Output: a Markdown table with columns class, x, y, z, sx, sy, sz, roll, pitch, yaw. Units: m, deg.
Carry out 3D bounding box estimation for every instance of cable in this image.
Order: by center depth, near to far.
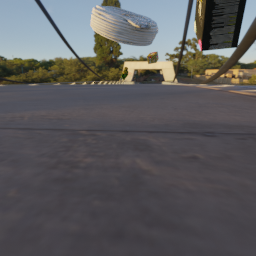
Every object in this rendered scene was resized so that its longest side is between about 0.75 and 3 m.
| class | x | y | z | sx | sy | sz | roll | pitch | yaw |
| --- | --- | --- | --- | --- | --- | --- | --- | --- | --- |
| cable | -0.115 | -3.765 | 10.236 | 2.497 | 0.865 | 2.497 | 24 | 29 | 15 |

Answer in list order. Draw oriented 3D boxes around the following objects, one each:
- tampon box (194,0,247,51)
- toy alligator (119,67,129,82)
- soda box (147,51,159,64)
| class | x | y | z | sx | sy | sz | roll | pitch | yaw |
| --- | --- | --- | --- | --- | --- | --- | --- | --- | --- |
| tampon box | 2.143 | -2.783 | 6.676 | 0.920 | 1.458 | 1.093 | -4 | 48 | 5 |
| toy alligator | -0.110 | -1.760 | 9.401 | 0.208 | 0.287 | 0.865 | 19 | 46 | -5 |
| soda box | 0.959 | -2.697 | 10.728 | 0.327 | 0.309 | 0.966 | -6 | 21 | 14 |
